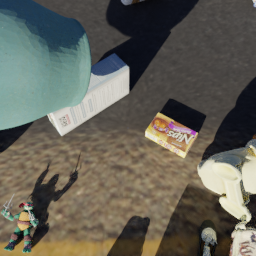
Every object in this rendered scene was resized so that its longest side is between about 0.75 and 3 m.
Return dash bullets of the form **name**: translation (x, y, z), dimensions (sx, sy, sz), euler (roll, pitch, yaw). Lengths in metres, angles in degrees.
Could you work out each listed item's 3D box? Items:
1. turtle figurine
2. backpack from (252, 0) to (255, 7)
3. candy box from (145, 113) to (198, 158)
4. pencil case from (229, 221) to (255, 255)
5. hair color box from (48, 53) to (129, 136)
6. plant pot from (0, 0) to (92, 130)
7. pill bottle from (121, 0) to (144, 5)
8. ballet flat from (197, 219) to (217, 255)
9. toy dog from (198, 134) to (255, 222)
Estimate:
- **turtle figurine**: translation (-2.306, 2.083, 6.192), dimensions (0.885, 0.595, 1.182), euler (1, 75, 18)
- **backpack**: translation (5.194, -4.992, 9.505), dimensions (1.846, 1.758, 1.422), euler (-12, 61, -8)
- **candy box**: translation (1.140, 0.179, 7.407), dimensions (1.199, 0.339, 0.700), euler (29, 65, 17)
- **pencil case**: translation (2.145, 3.208, 5.263), dimensions (1.183, 1.029, 2.646), euler (36, 64, -13)
- **hair color box**: translation (-1.073, -0.899, 7.539), dimensions (2.334, 1.155, 0.708), euler (-35, 66, -18)
- **plant pot**: translation (-2.120, -1.192, 5.045), dimensions (2.462, 2.620, 2.620), euler (-7, 56, -36)
- **pill bottle**: translation (0.749, -5.275, 9.959), dimensions (2.177, 1.244, 1.244), euler (-19, 62, -9)
- **ballet flat**: translation (1.730, 2.540, 6.034), dimensions (0.402, 0.404, 1.182), euler (12, 61, 8)
- **toy dog**: translation (2.818, 0.951, 6.484), dimensions (1.977, 1.917, 1.379), euler (-24, 99, -18)
